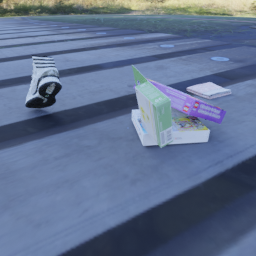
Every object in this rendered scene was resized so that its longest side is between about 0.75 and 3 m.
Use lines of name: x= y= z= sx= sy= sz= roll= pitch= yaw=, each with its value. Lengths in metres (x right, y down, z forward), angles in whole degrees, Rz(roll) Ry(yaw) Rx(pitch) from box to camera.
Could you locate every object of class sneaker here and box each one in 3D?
sneaker: x=-2.830 y=-1.566 z=9.269 sx=0.902 sy=1.374 sz=2.389 roll=0 pitch=-17 yaw=-34

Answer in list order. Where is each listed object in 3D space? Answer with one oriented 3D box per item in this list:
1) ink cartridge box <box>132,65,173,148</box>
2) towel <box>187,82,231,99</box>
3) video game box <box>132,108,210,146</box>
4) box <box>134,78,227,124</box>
ink cartridge box: x=0.462 y=-0.592 z=7.144 sx=0.454 sy=1.379 sz=1.894 roll=-26 pitch=45 yaw=-14
towel: x=3.364 y=-1.576 z=11.639 sx=1.356 sy=0.219 sz=1.295 roll=-15 pitch=30 yaw=-29
video game box: x=1.198 y=-0.093 z=8.420 sx=1.914 sy=0.448 sz=1.743 roll=-3 pitch=24 yaw=-9
box: x=1.496 y=-0.863 z=8.344 sx=1.622 sy=0.463 sz=2.370 roll=10 pitch=16 yaw=-43
